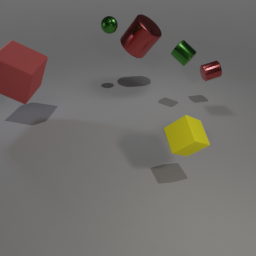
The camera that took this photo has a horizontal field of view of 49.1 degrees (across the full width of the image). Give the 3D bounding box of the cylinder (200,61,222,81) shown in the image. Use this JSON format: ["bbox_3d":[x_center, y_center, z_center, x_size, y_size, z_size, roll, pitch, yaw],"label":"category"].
[{"bbox_3d":[3.484,-2.401,11.801,0.700,0.700,0.700,-18,31,1],"label":"cylinder"}]

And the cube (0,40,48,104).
[{"bbox_3d":[-3.905,-1.989,9.994,1.400,1.400,1.400,24,39,-8],"label":"cube"}]

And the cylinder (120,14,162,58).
[{"bbox_3d":[0.586,-4.191,12.877,1.400,1.400,1.400,25,43,-25],"label":"cylinder"}]

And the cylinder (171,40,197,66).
[{"bbox_3d":[2.100,-2.819,10.547,0.700,0.700,0.700,45,41,4],"label":"cylinder"}]

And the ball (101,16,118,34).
[{"bbox_3d":[-0.780,-4.301,11.692,0.700,0.700,0.700,0,30,0],"label":"ball"}]

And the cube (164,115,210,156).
[{"bbox_3d":[1.417,0.207,6.790,0.700,0.700,0.700,15,51,-45],"label":"cube"}]
